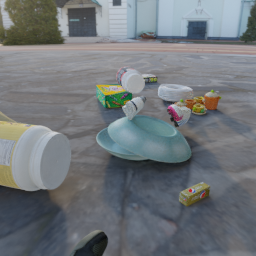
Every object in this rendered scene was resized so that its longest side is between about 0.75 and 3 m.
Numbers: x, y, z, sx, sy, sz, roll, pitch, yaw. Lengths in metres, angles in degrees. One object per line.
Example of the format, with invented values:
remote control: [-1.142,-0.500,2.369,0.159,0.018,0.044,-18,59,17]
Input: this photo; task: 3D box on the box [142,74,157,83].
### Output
box: [0.812,-3.224,18.399,1.978,0.343,1.088,-9,23,-22]

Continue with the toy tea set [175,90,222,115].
toy tea set: [3.104,-1.226,12.547,1.393,0.867,2.343,19,28,40]

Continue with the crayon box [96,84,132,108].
crayon box: [-0.733,-1.636,13.883,1.326,0.650,2.233,-6,22,-16]

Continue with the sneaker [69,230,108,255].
sneaker: [-0.540,2.248,3.980,0.982,0.655,1.714,11,27,21]

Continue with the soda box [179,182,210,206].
soda box: [1.524,1.501,6.387,0.766,0.259,0.245,-14,25,-32]

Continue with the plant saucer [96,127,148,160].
plant saucer: [0.275,0.470,8.736,2.517,0.485,2.517,0,21,0]

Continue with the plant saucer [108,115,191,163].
plant saucer: [0.735,0.136,8.564,2.681,0.516,2.681,15,21,-6]

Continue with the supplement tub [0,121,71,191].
supplement tub: [-2.643,0.655,6.772,2.137,1.554,1.554,6,22,17]

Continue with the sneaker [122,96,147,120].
sneaker: [0.184,-0.587,8.060,0.507,0.481,1.259,-37,3,-15]

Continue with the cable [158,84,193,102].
cable: [2.426,-1.797,14.235,1.795,0.622,1.795,8,19,15]

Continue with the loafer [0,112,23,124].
loafer: [-4.574,-0.135,9.653,2.729,0.932,1.033,9,23,22]

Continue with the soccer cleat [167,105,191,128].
soccer cleat: [1.827,-0.541,9.761,0.764,0.618,1.769,-34,-16,3]

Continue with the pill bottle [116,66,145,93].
pill bottle: [0.100,-1.816,10.576,0.847,0.847,1.462,-5,21,-13]
